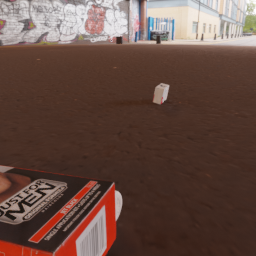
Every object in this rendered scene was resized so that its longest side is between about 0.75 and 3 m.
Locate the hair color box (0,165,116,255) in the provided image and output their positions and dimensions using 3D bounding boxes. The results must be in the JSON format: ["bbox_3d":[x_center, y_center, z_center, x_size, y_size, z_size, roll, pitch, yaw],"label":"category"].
[{"bbox_3d":[-1.539,1.010,3.059,2.560,0.784,1.299,4,15,17],"label":"hair color box"}]

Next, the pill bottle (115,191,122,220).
[{"bbox_3d":[-0.556,1.008,3.886,0.863,0.502,0.502,11,22,26],"label":"pill bottle"}]

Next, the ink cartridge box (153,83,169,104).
[{"bbox_3d":[1.182,-1.231,9.979,0.324,0.564,0.777,17,24,16],"label":"ink cartridge box"}]
